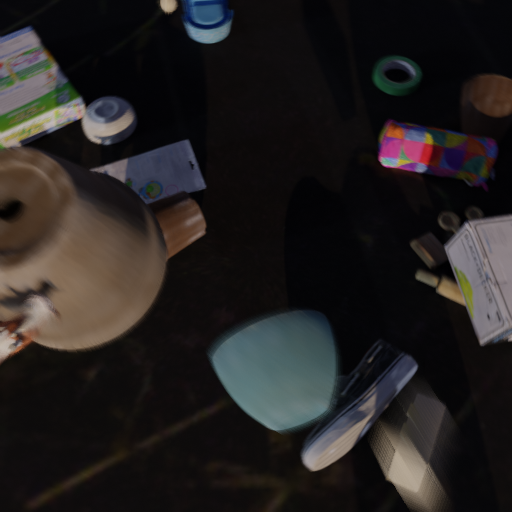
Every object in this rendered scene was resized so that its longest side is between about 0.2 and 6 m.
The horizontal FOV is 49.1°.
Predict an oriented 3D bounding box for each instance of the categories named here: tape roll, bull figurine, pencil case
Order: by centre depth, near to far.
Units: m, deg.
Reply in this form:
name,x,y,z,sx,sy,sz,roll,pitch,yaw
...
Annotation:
name,x,y,z,sx,sy,sz,roll,pitch,yaw
bull figurine,-2.875,0.924,6.569,1.215,0.738,0.396,-37,97,22
pencil case,3.624,-2.041,11.241,2.319,1.025,1.025,15,62,8
tape roll,3.213,-4.109,12.774,1.021,0.245,1.021,0,62,0

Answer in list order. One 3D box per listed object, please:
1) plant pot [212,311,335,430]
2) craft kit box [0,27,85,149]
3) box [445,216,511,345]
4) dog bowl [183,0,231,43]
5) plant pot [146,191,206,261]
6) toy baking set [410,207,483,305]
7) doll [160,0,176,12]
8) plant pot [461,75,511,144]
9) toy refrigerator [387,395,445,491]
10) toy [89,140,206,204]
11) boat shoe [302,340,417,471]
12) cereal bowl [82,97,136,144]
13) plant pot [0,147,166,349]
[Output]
name,x,y,z,sx,sy,sz,roll,pitch,yaw
plant pot,0.328,1.428,6.516,1.459,1.459,0.983,-17,62,-9
craft kit box,-5.599,-3.530,12.259,2.773,0.673,2.739,-30,63,-15
box,5.229,0.240,9.682,3.331,1.002,1.943,-9,67,-11
dog bowl,-1.207,-6.014,13.670,1.140,0.507,2.045,-7,62,-3
plant pot,-1.672,-0.535,10.320,1.236,1.248,1.248,-31,65,-23
toy baking set,4.340,0.111,10.406,2.811,0.327,2.157,30,65,15
doll,-1.199,-4.461,8.744,0.873,1.279,0.310,9,29,-31
plant pot,4.782,-2.856,11.674,1.197,1.197,1.280,16,76,9
toy refrigerator,2.102,2.412,7.363,0.441,0.479,1.261,19,29,21
toy,-2.195,-1.409,11.144,2.173,0.513,1.251,-18,65,-9
boat shoe,1.509,2.335,8.985,2.512,0.905,0.891,-36,57,-28
cereal bowl,-3.184,-2.989,12.029,1.152,0.480,1.152,0,61,1
plant pot,-2.815,-0.241,7.678,2.750,2.386,2.750,-1,73,2
